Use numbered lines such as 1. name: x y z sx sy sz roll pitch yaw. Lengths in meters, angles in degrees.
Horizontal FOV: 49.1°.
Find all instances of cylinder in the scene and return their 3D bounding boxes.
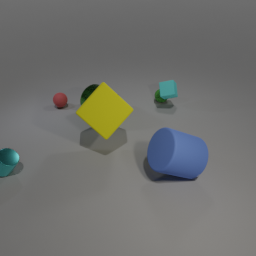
1. cylinder: -4.051 1.134 9.244 0.700 0.700 0.700 26 39 -23
2. cylinder: 1.563 0.813 8.911 1.400 1.400 1.400 16 21 -30
3. cylinder: -1.209 -1.119 12.643 1.400 1.400 1.400 -23 38 -34

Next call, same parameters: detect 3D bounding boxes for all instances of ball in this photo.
1. ball: -3.299 -1.374 13.642 0.700 0.700 0.700 0 30 0
2. ball: 1.706 -1.651 14.254 0.700 0.700 0.700 0 30 0

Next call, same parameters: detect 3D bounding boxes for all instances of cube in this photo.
1. cube: 1.925 -1.813 13.311 0.700 0.700 0.700 -8 -7 21
2. cube: -0.837 -0.641 9.942 1.400 1.400 1.400 42 2 -10
